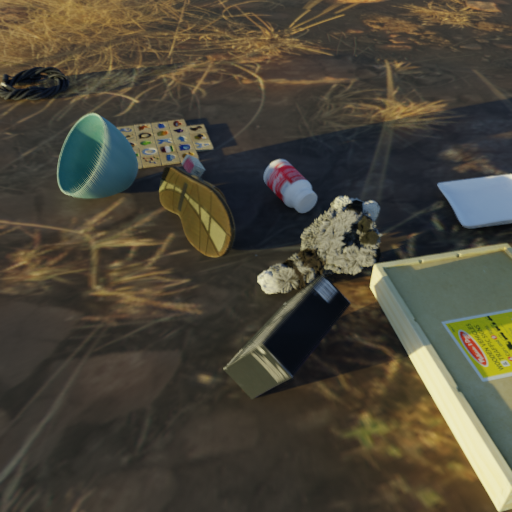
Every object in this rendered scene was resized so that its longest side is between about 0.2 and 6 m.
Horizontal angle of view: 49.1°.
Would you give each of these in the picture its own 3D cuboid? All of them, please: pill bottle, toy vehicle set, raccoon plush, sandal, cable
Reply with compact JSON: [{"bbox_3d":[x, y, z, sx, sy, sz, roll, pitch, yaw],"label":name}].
[{"bbox_3d":[0.710,-1.408,11.461,0.656,0.656,1.169,-21,51,-24],"label":"pill bottle"},{"bbox_3d":[3.609,1.382,8.145,2.521,0.538,4.058,-8,40,-10],"label":"toy vehicle set"},{"bbox_3d":[1.096,-0.344,9.960,2.483,1.201,1.663,-15,15,0],"label":"raccoon plush"},{"bbox_3d":[-1.063,-0.931,10.843,0.761,1.139,2.787,4,23,-37],"label":"sandal"},{"bbox_3d":[-6.361,-4.920,16.001,1.937,0.492,1.580,-2,39,-3],"label":"cable"}]

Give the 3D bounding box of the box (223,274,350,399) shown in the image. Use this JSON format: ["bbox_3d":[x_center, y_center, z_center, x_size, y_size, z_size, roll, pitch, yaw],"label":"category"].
[{"bbox_3d":[0.446,1.129,7.900,0.643,1.150,1.630,48,51,-1],"label":"box"}]

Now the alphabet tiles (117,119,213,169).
[{"bbox_3d":[-2.430,-2.741,13.629,2.597,0.082,2.161,-10,40,-12],"label":"alphabet tiles"}]

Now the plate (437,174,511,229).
[{"bbox_3d":[4.702,-1.063,11.277,1.661,0.268,1.658,-7,36,1],"label":"plate"}]

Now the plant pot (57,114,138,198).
[{"bbox_3d":[-3.145,-1.905,11.585,1.150,1.708,1.708,20,19,-46],"label":"plant pot"}]

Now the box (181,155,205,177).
[{"bbox_3d":[-1.379,-1.952,12.250,0.309,0.264,0.484,18,27,-42],"label":"box"}]
